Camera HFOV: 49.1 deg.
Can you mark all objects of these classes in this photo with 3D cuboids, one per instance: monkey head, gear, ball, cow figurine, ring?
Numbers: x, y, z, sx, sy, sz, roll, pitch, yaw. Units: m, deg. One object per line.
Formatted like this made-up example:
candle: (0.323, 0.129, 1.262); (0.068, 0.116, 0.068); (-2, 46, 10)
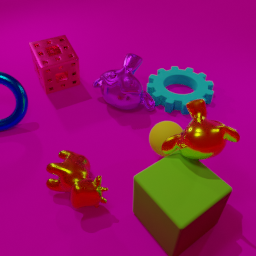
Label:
monkey head: (-0.067, -1.269, 7.900); (1.996, 1.203, 1.436); (23, 73, 11)
monkey head: (1.275, 0.044, 5.026); (1.411, 1.015, 0.850); (-14, 13, 33)
gear: (1.581, -1.198, 8.565); (1.971, 0.365, 1.971); (0, 44, 0)
ball: (0.884, 0.245, 6.356); (0.807, 0.807, 0.807); (0, 44, 0)
cow figurine: (-1.001, 1.047, 5.861); (1.382, 0.771, 1.405); (11, 24, 6)
ring: (-3.412, -0.680, 7.229); (1.592, 1.592, 0.318); (-11, 20, -12)

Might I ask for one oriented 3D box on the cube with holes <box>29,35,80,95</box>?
cube with holes: (-2.228, -1.947, 8.620); (1.126, 1.126, 1.126); (-21, 61, -20)

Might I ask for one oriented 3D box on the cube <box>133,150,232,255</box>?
cube: (0.940, 1.375, 5.262); (1.236, 1.236, 1.236); (-27, 50, -25)
